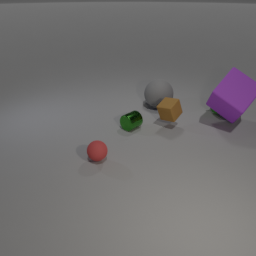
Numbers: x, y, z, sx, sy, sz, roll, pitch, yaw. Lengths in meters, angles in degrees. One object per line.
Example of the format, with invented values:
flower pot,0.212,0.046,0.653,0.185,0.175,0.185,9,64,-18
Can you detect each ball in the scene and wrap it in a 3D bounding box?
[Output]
ball,1.482,-1.648,13.484,1.400,1.400,1.400,0,28,0
ball,-1.036,0.767,9.431,0.700,0.700,0.700,0,28,0

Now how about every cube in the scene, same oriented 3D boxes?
cube,4.252,-1.288,11.330,1.400,1.400,1.400,39,81,13
cube,1.712,-0.758,11.484,0.700,0.700,0.700,13,49,41

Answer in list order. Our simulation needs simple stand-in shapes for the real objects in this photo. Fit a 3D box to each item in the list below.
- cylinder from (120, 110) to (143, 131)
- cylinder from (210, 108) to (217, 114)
cylinder,0.139,-0.300,11.616,0.700,0.700,0.700,23,36,37
cylinder,4.184,-1.071,12.734,0.700,0.700,0.700,-15,30,-11
